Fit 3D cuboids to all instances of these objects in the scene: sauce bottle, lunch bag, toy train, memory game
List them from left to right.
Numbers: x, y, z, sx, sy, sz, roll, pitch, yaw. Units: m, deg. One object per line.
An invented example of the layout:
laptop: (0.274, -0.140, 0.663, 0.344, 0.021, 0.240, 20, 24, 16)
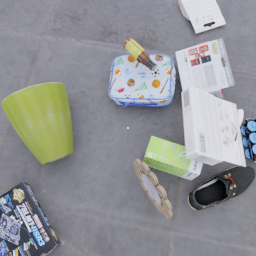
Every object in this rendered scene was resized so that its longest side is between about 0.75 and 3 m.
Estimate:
sauce bottle: (0.444, -2.637, 10.140, 0.483, 0.483, 1.463, -38, 76, -12)
lunch bag: (0.514, -1.818, 11.129, 2.655, 1.003, 2.127, 2, 79, 15)
memory game: (0.804, 1.995, 9.334, 0.143, 2.238, 2.238, -28, 73, -15)
toy train: (4.983, 0.467, 10.706, 1.010, 0.766, 1.767, 1, 69, -9)

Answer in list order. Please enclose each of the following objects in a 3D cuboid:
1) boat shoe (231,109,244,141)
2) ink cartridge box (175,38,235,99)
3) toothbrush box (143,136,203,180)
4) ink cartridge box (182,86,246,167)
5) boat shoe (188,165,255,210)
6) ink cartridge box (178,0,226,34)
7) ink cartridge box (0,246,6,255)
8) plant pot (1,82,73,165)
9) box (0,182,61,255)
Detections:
boat shoe: (4.002, -0.055, 10.928, 0.588, 0.600, 1.696, 23, 74, 7)
ink cartridge box: (3.070, -2.198, 11.150, 1.909, 0.912, 2.175, -13, 70, 21)
toothbrush box: (1.590, 1.124, 10.093, 1.948, 1.419, 0.839, 19, 72, 7)
ink cartridge box: (2.802, 0.024, 9.255, 2.145, 0.544, 2.434, 17, 60, -27)
boat shoe: (3.478, 2.116, 10.077, 2.768, 0.867, 1.013, -24, 71, -9)
ink cartridge box: (3.385, -5.292, 12.864, 1.561, 0.483, 1.925, -20, 82, -7)
ink cartridge box: (-4.513, 4.043, 9.109, 0.897, 0.188, 0.535, 17, 74, 5)
plant pot: (-2.997, -0.027, 10.248, 2.343, 2.343, 2.504, -21, 86, -7)
box: (-4.095, 3.648, 9.650, 2.602, 0.651, 2.622, -33, 74, -11)
